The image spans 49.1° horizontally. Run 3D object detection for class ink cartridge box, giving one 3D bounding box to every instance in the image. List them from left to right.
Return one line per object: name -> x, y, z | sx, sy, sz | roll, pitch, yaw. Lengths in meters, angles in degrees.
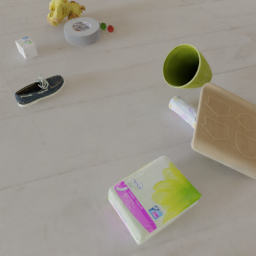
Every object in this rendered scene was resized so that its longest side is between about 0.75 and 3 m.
ink cartridge box -> -4.450, -3.519, 12.345 | 0.588, 0.585, 0.801 | -32, 58, -22

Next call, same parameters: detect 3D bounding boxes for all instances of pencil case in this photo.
pencil case -> 2.093, -0.550, 9.896 | 0.645, 0.591, 1.423 | -1, 38, -49

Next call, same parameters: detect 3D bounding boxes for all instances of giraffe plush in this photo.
giraffe plush -> -2.985, -5.772, 13.832 | 1.457, 1.797, 1.550 | 9, 25, -37

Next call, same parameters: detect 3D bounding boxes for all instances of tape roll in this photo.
tape roll -> -2.161, -4.572, 13.238 | 1.669, 0.551, 1.669 | 0, 50, 0

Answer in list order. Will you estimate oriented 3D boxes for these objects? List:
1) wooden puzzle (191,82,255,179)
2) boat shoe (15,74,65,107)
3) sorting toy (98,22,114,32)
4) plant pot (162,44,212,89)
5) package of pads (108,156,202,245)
wooden puzzle -> 3.255, 0.068, 9.063 | 2.468, 0.617, 2.665 | 25, 57, -6
boat shoe -> -3.351, -1.552, 10.707 | 2.046, 0.633, 0.766 | -31, 57, -23
sorting toy -> -1.092, -5.014, 13.818 | 1.013, 0.351, 0.349 | 23, 31, 16
plant pot -> 2.293, -1.993, 9.924 | 1.593, 1.490, 1.490 | 9, 37, -46
package of pads -> 0.686, 1.898, 7.826 | 2.145, 0.731, 1.657 | -27, 57, -21
